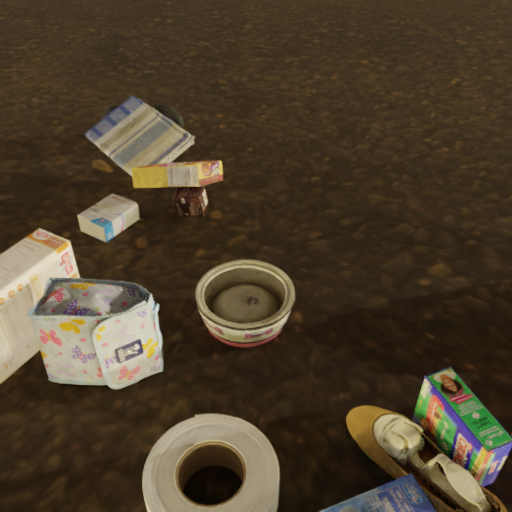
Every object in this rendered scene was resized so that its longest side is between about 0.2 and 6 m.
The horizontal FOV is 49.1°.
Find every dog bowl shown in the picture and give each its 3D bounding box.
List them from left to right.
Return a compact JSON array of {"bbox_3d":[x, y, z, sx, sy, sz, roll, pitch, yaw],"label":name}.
[{"bbox_3d":[-0.180,0.807,9.253,1.638,0.604,1.638,0,39,0],"label":"dog bowl"}]

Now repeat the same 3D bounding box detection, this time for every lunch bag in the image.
[{"bbox_3d":[-2.247,1.145,8.177,1.693,1.436,1.076,3,37,2],"label":"lunch bag"}]

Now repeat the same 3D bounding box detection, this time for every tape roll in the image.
[{"bbox_3d":[-0.539,2.788,6.866,1.660,0.580,1.660,0,40,0],"label":"tape roll"}]

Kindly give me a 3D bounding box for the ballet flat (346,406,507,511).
[{"bbox_3d":[2.113,2.554,7.023,0.813,0.747,2.370,-27,47,-29],"label":"ballet flat"}]

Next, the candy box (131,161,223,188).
[{"bbox_3d":[-1.667,-1.733,11.879,1.675,0.473,0.977,4,15,26],"label":"candy box"}]

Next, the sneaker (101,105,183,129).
[{"bbox_3d":[-2.918,-3.215,14.104,2.196,0.834,0.997,0,49,10],"label":"sneaker"}]

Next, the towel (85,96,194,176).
[{"bbox_3d":[-2.781,-2.791,13.283,2.309,0.275,1.696,39,73,26],"label":"towel"}]

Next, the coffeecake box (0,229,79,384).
[{"bbox_3d":[-3.645,0.756,8.600,0.713,1.497,1.951,21,44,23],"label":"coffeecake box"}]

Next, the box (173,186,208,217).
[{"bbox_3d":[-1.354,-1.137,11.650,0.578,0.479,0.474,-2,40,10],"label":"box"}]

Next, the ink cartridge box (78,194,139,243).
[{"bbox_3d":[-2.959,-0.780,11.301,0.715,0.419,0.990,23,44,24],"label":"ink cartridge box"}]

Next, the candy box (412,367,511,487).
[{"bbox_3d":[2.603,2.231,7.195,0.464,1.019,1.205,-17,43,-18],"label":"candy box"}]

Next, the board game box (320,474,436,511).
[{"bbox_3d":[1.073,3.952,5.420,2.844,0.620,2.858,-15,42,-16],"label":"board game box"}]
